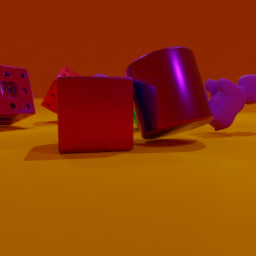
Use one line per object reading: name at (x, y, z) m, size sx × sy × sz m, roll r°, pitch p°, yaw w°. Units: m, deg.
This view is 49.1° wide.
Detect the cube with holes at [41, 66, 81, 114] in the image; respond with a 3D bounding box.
cube with holes at (-2.016, -1.147, 9.355) m, size 1.123 × 1.123 × 1.123 m, roll 30°, pitch 31°, yaw -14°

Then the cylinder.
cylinder at (0.747, -0.598, 5.251) m, size 1.349 × 1.349 × 1.349 m, roll -14°, pitch -9°, yaw -2°

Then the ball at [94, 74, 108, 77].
ball at (-0.729, -0.996, 7.388) m, size 0.830 × 0.830 × 0.830 m, roll 0°, pitch 6°, yaw 0°

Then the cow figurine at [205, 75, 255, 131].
cow figurine at (2.512, -0.597, 6.629) m, size 1.584 × 1.610 × 0.884 m, roll 24°, pitch -1°, yaw -21°

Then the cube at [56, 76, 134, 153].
cube at (-0.584, -0.259, 4.791) m, size 1.159 × 1.159 × 1.159 m, roll -1°, pitch 6°, yaw -11°

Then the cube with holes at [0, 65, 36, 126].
cube with holes at (-3.503, -0.827, 7.515) m, size 1.286 × 1.286 × 1.286 m, roll -17°, pitch -8°, yaw 36°

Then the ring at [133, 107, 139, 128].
ring at (0.095, -0.588, 7.331) m, size 0.275 × 1.375 × 1.375 m, roll -29°, pitch 8°, yaw 0°
